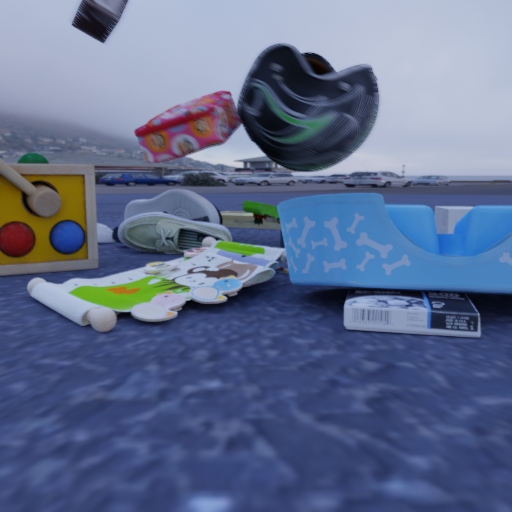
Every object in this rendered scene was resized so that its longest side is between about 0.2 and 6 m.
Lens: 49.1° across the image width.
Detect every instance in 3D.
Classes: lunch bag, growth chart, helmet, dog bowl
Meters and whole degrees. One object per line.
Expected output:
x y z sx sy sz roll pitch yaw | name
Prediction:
-1.601 -2.840 12.522 2.159 1.004 2.451 -13 22 18 | lunch bag
-1.060 0.258 7.385 2.614 0.320 3.612 6 15 43 | growth chart
1.218 -3.169 12.160 2.650 2.780 2.780 37 18 12 | helmet
2.229 -0.063 6.615 4.028 0.999 2.245 1 -4 13 | dog bowl

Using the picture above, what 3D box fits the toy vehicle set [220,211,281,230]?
0.022 -1.132 17.509 2.884 0.382 1.792 4 9 24 | toy vehicle set

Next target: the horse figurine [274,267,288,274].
-0.023 0.100 8.942 1.421 0.355 0.942 -7 13 -9 | horse figurine

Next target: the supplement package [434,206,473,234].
4.533 -0.661 12.494 0.847 0.853 1.124 0 8 3 | supplement package

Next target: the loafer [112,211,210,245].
-2.019 -0.562 12.019 2.261 0.794 0.768 2 8 15 | loafer

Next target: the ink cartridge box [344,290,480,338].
1.621 0.555 6.007 1.289 0.282 1.301 2 6 12 | ink cartridge box

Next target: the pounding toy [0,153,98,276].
-3.634 -0.831 8.904 2.018 2.192 1.559 -5 9 -30 | pounding toy

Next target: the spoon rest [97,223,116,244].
-4.320 -0.537 13.105 2.163 0.656 1.075 13 9 -2 | spoon rest

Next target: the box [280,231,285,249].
0.912 -0.257 11.111 0.740 0.467 0.753 -3 9 -10 | box

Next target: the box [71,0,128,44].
-2.573 -3.981 9.152 0.614 0.459 1.226 24 -7 -25 | box

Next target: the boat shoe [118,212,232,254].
-1.610 -0.420 11.088 2.277 0.820 0.706 2 9 -3 | boat shoe

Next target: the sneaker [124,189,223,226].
-1.558 -1.037 13.740 1.907 1.246 3.409 -9 11 -44 | sneaker

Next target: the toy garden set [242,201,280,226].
0.927 -0.638 11.999 2.649 0.529 2.208 12 4 -19 | toy garden set
